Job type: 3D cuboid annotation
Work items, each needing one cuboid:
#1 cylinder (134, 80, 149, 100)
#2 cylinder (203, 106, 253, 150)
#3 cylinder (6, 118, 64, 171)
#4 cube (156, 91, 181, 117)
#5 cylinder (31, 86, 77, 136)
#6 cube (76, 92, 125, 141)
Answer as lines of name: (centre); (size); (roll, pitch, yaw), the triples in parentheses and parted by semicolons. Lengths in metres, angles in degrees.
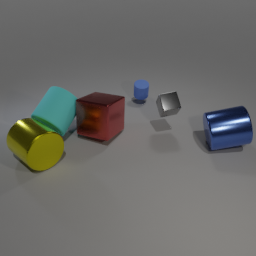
cylinder: (0.626, -1.808, 13.227); (0.700, 0.700, 0.700); (1, 47, -1)
cylinder: (3.551, 0.006, 10.098); (1.400, 1.400, 1.400); (-11, 31, 7)
cylinder: (-3.135, 0.531, 9.503); (1.400, 1.400, 1.400); (26, 40, 36)
cube: (1.530, -0.893, 10.653); (0.700, 0.700, 0.700); (-12, 73, -8)
cylinder: (-2.728, -0.629, 10.719); (1.400, 1.400, 1.400); (16, 65, 24)
cube: (-1.047, -0.498, 10.868); (1.400, 1.400, 1.400); (12, 24, 23)
